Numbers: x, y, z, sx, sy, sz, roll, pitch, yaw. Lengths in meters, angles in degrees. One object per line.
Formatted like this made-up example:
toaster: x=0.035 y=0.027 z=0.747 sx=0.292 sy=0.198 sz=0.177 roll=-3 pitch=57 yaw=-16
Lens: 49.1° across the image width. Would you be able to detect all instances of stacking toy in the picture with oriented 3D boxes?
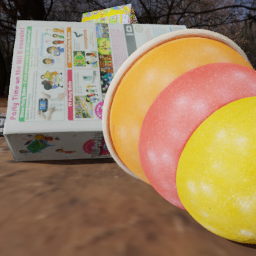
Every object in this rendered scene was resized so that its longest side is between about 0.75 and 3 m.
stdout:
stacking toy: x=0.705 y=0.231 z=1.831 sx=1.499 sy=1.499 sz=2.052 roll=-1 pitch=25 yaw=-15

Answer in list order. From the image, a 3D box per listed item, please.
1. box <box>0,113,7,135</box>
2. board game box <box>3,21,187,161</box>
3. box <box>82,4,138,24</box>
box: x=-4.014 y=-0.124 z=7.613 sx=2.232 sy=0.555 sz=2.216 roll=-2 pitch=6 yaw=-19
board game box: x=-0.301 y=-0.621 z=4.364 sx=2.763 sy=2.038 sz=0.888 roll=-1 pitch=-30 yaw=-11
box: x=-0.380 y=-2.504 z=7.910 sx=1.419 sy=0.899 sz=1.474 roll=-5 pitch=-24 yaw=18
